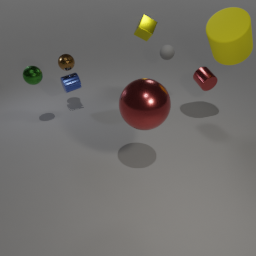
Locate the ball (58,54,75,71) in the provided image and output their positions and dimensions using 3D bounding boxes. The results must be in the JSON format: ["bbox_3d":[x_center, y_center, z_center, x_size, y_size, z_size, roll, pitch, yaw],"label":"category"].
[{"bbox_3d":[-2.605,-2.775,11.833,0.700,0.700,0.700,0,30,0],"label":"ball"}]

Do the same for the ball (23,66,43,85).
[{"bbox_3d":[-3.488,-1.928,10.256,0.700,0.700,0.700,0,30,0],"label":"ball"}]

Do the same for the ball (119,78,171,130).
[{"bbox_3d":[0.450,-0.636,7.566,1.400,1.400,1.400,0,30,0],"label":"ball"}]

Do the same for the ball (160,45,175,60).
[{"bbox_3d":[1.857,-3.582,13.282,0.700,0.700,0.700,0,30,0],"label":"ball"}]

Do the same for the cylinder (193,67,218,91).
[{"bbox_3d":[3.043,-1.943,11.054,0.700,0.700,0.700,-11,49,-19],"label":"cylinder"}]

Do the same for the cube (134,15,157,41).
[{"bbox_3d":[0.774,-4.438,12.468,0.700,0.700,0.700,24,-17,-13],"label":"cube"}]

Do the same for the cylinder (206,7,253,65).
[{"bbox_3d":[3.524,-3.129,9.678,1.400,1.400,1.400,-11,64,23],"label":"cylinder"}]

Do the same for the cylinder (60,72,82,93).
[{"bbox_3d":[-2.452,-1.949,12.038,0.700,0.700,0.700,-23,36,-17],"label":"cylinder"}]
